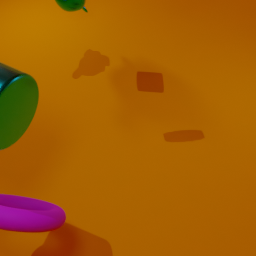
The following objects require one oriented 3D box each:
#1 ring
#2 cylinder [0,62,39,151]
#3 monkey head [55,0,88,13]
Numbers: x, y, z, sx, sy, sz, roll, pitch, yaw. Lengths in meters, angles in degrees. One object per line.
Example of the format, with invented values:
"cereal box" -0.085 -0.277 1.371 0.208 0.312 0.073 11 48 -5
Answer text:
"ring" -1.881 1.435 4.814 1.627 1.627 0.325 10 81 7
"cylinder" -2.101 -0.427 4.004 1.171 1.171 1.171 24 60 8
"monkey head" -1.809 -4.058 8.305 1.663 1.002 1.196 -4 43 -51
